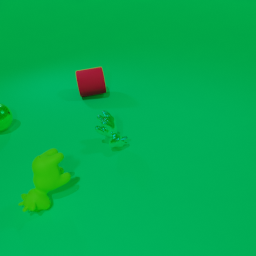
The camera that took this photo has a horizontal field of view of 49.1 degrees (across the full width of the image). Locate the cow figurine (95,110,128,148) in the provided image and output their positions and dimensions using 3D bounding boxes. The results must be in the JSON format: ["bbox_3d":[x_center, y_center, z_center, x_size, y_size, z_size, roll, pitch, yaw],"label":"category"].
[{"bbox_3d":[-0.413,0.069,7.295,0.893,0.498,0.908,34,35,-28],"label":"cow figurine"}]

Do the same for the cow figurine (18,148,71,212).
[{"bbox_3d":[-1.692,1.050,5.484,1.083,1.101,0.604,-29,33,-31],"label":"cow figurine"}]

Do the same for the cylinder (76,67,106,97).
[{"bbox_3d":[-1.287,-1.607,9.809,0.921,0.921,0.921,-11,33,-5],"label":"cylinder"}]

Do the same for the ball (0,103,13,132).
[{"bbox_3d":[-3.700,-0.298,7.915,0.825,0.825,0.825,0,32,0],"label":"ball"}]
